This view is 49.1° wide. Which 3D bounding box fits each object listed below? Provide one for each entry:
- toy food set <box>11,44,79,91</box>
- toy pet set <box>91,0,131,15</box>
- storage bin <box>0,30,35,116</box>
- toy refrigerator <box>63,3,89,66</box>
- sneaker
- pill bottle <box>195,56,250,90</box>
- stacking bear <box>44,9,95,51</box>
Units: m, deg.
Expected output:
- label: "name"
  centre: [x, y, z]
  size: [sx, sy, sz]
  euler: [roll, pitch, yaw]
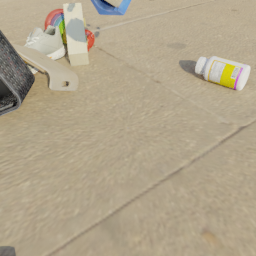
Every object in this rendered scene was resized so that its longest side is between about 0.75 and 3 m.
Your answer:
- label: "toy food set"
  centre: [-2.783, -1.824, 8.552]
  size: [2.303, 0.696, 1.652]
  euler: [31, 15, 10]
- label: "toy pet set"
  centre: [-0.031, -3.173, 5.831]
  size: [1.781, 0.946, 1.663]
  euler: [27, 72, -15]
- label: "storage bin"
  centre: [-4.042, -1.657, 7.206]
  size: [1.882, 2.783, 1.305]
  euler: [-19, 35, 17]
- label: "toy refrigerator"
  centre: [-1.890, -3.469, 10.380]
  size: [0.753, 0.817, 2.151]
  euler: [-8, 72, -6]
- label: "sneaker"
  centre: [-3.436, -2.859, 10.077]
  size: [1.068, 1.297, 2.820]
  euler: [19, 44, 21]
- label: "pill bottle"
  centre: [3.078, -1.857, 9.221]
  size: [1.608, 0.838, 0.838]
  euler: [25, 46, 27]
- label: "stacking bear"
  centre: [-2.267, -3.914, 11.501]
  size: [2.111, 1.282, 1.200]
  euler: [33, 19, 17]
